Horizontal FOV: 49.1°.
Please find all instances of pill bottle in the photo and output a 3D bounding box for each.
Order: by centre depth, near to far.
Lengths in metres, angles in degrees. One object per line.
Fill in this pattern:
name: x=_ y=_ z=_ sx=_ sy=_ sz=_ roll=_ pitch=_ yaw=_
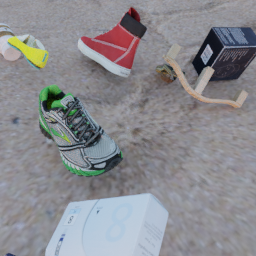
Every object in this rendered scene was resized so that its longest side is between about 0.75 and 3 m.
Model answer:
pill bottle: x=-4.584 y=-3.220 z=10.563 sx=0.807 sy=0.807 sz=1.411 roll=-23 pitch=60 yaw=-23

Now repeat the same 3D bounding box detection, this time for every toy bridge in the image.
toy bridge: x=2.128 y=-1.331 z=8.092 sx=2.732 sy=0.372 sz=0.918 roll=31 pitch=86 yaw=-9

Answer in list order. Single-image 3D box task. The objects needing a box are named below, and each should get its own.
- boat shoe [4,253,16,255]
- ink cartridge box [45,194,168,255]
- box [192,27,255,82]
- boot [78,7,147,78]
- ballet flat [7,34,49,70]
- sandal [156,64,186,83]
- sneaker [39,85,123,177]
boat shoe: x=-1.448 y=2.660 z=4.280 sx=1.741 sy=0.807 sz=0.650 roll=25 pitch=48 yaw=25
ink cartridge box: x=-0.583 y=2.038 z=3.728 sx=1.851 sy=0.547 sz=2.313 roll=-17 pitch=34 yaw=39
box: x=3.093 y=-2.309 z=8.867 sx=1.480 sy=1.505 sz=0.933 roll=-6 pitch=59 yaw=-20
boot: x=-0.548 y=-3.139 z=9.449 sx=1.018 sy=2.028 sz=2.812 roll=6 pitch=24 yaw=-46
ballet flat: x=-3.290 y=-2.691 z=9.358 sx=2.211 sy=0.741 sz=0.739 roll=40 pitch=11 yaw=35
sandal: x=1.313 y=-1.699 z=8.990 sx=0.705 sy=0.506 sz=1.775 roll=19 pitch=8 yaw=-11
sneaker: x=-1.248 y=0.006 z=6.260 sx=1.135 sy=1.239 sz=2.909 roll=-32 pitch=49 yaw=-31
